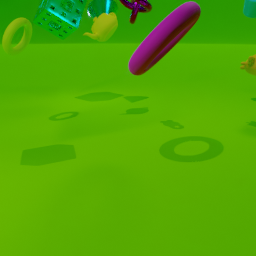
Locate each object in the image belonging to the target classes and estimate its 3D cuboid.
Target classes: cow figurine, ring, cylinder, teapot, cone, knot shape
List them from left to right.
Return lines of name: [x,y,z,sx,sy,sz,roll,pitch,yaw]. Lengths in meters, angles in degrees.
ring: [-3.294,-2.720,8.380,0.238,1.189,1.189,31,23,3]
teapot: [-0.816,-3.182,8.822,1.446,0.708,0.899,-52,4,-26]
cone: [-0.896,-3.975,10.468,1.182,1.187,1.182,-5,-23,-2]
knot shape: [0.120,-3.182,6.912,0.486,0.984,1.052,-29,6,-16]
ring: [0.705,-1.730,5.560,0.360,1.798,1.798,46,25,-1]
cylinder: [4.566,-4.480,10.049,0.724,0.724,0.724,-6,60,11]
cow figurine: [3.993,-2.186,7.811,1.583,1.609,0.883,2,-8,19]

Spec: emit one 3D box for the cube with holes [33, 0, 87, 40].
cube with holes: [-2.657,-4.556,10.940,1.348,1.348,1.348,24,-18,-33]
